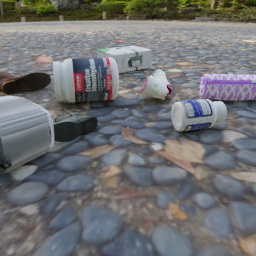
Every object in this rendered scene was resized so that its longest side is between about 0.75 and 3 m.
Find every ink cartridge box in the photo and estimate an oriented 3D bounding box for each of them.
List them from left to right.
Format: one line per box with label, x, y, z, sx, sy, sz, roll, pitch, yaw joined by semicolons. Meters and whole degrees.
ink cartridge box;-0.190;-3.936;15.914;2.556;1.074;1.866;-17;30;-31

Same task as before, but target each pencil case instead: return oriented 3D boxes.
pencil case;4.127;-1.633;11.084;2.561;1.075;1.095;-1;-3;3

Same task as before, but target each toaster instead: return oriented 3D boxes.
toaster;-3.094;0.079;7.133;2.638;1.499;1.704;19;29;34

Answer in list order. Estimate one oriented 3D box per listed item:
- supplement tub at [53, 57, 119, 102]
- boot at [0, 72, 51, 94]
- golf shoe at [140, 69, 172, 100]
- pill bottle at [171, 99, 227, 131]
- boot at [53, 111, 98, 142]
supplement tub;-1.628;-1.874;10.930;2.370;1.663;1.663;-5;26;-11
boot;-5.095;-2.266;12.946;2.303;0.794;2.471;-17;26;-36
golf shoe;1.358;-1.784;11.914;1.168;0.961;2.552;27;30;7
pill bottle;2.238;-0.425;8.816;1.541;0.922;0.922;-6;26;-13
boot;-1.917;-0.081;8.643;1.169;0.606;1.790;15;22;40
